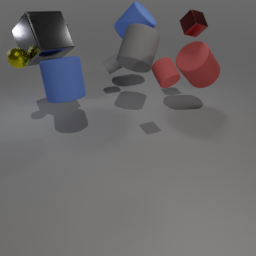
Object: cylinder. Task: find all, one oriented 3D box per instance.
[{"bbox_3d":[-0.707,-3.021,13.272,0.700,0.700,0.700,-27,30,12],"label":"cylinder"},{"bbox_3d":[0.328,-4.719,12.761,1.400,1.400,1.400,35,32,-26],"label":"cylinder"},{"bbox_3d":[2.881,-2.569,11.495,1.400,1.400,1.400,-17,59,30],"label":"cylinder"},{"bbox_3d":[0.406,-3.093,10.987,1.400,1.400,1.400,17,-8,3],"label":"cylinder"},{"bbox_3d":[1.182,-1.727,8.750,0.700,0.700,0.700,-15,68,-23],"label":"cylinder"},{"bbox_3d":[-2.288,-1.733,9.893,1.400,1.400,1.400,-6,19,2],"label":"cylinder"}]

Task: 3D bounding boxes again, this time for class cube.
[{"bbox_3d":[-3.058,-3.214,10.099,1.400,1.400,1.400,-23,4,-42],"label":"cube"},{"bbox_3d":[2.598,-4.132,11.081,0.700,0.700,0.700,-2,70,-34],"label":"cube"}]

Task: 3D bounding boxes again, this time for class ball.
[{"bbox_3d":[-3.742,-2.382,9.551,0.700,0.700,0.700,0,32,0],"label":"ball"}]
